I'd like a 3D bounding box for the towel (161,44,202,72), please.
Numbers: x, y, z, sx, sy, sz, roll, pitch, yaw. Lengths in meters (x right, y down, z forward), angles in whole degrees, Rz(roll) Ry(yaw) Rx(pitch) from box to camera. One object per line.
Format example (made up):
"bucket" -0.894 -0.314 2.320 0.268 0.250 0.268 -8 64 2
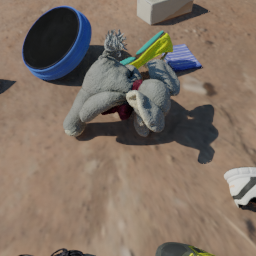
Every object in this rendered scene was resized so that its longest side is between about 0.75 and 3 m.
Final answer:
"towel" 1.853 -2.567 10.098 1.122 0.185 1.550 -11 48 -11

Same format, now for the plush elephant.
"plush elephant" 0.088 -0.752 7.140 2.253 2.910 2.397 37 48 7

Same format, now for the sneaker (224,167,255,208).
"sneaker" 3.305 1.342 6.243 2.195 0.809 0.878 -4 61 2

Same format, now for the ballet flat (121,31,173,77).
"ballet flat" 0.374 -2.055 9.015 2.675 0.897 0.894 -37 21 -6

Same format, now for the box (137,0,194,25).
"box" 1.628 -5.412 12.194 2.352 0.914 1.117 -25 52 -21

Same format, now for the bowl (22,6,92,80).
"bowl" -2.419 -2.848 9.221 2.609 0.512 2.609 -10 68 25

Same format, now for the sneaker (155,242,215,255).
"sneaker" 1.510 2.508 4.977 2.078 0.879 0.774 17 49 15

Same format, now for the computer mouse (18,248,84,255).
"computer mouse" -1.421 3.151 4.690 1.440 0.548 2.080 -4 37 -4
